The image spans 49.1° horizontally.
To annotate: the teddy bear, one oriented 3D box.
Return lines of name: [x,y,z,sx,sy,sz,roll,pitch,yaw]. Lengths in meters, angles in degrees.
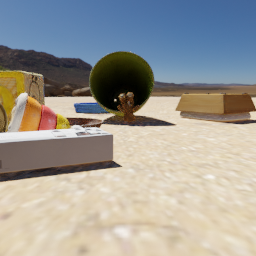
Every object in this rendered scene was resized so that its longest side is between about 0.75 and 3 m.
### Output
teddy bear: [0.011,-0.742,9.862,0.759,1.047,0.349,-27,8,2]

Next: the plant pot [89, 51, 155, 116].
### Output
plant pot: [-0.223,-1.505,12.038,2.526,2.526,2.699,0,-13,1]

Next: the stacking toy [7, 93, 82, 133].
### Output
stacking toy: [-1.606,0.037,5.749,1.571,1.148,1.148,17,0,-23]

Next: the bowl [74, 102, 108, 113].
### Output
bowl: [-1.747,-1.120,15.184,2.370,0.465,2.370,0,8,0]

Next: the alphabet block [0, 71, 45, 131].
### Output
alphabet block: [-3.631,-0.838,8.519,1.734,1.725,1.766,-2,9,1]

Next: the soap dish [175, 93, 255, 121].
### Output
soap dish: [3.570,-0.930,11.567,2.039,1.053,2.592,-5,8,-33]

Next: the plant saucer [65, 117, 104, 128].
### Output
plant saucer: [-1.745,-0.006,7.310,2.213,0.381,2.213,-1,8,0]

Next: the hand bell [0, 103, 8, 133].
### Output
hand bell: [-3.492,-0.009,6.189,1.177,1.177,2.260,-5,-4,-34]

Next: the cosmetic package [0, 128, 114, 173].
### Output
cosmetic package: [-1.271,0.308,4.558,1.929,0.489,0.796,-4,8,-25]
